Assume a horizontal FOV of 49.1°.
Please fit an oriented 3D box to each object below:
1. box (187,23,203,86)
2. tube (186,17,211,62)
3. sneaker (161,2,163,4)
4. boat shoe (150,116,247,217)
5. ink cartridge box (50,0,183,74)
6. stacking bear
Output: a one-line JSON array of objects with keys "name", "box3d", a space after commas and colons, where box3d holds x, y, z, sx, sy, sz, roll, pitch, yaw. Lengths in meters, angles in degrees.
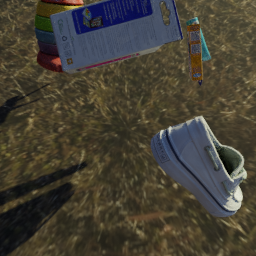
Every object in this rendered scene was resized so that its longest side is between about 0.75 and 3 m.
[{"name": "box", "box3d": [1.822, -1.984, 7.676, 0.336, 1.622, 0.965, -2, 17, 10]}, {"name": "tube", "box3d": [2.104, -2.640, 8.477, 0.510, 1.316, 0.332, -18, 15, 8]}, {"name": "sneaker", "box3d": [0.608, -3.902, 9.010, 1.451, 0.762, 0.549, -37, 89, -20]}, {"name": "boat shoe", "box3d": [1.514, 0.760, 4.672, 0.939, 2.813, 1.035, -31, 50, 24]}, {"name": "ink cartridge box", "box3d": [-0.212, -1.727, 4.942, 2.169, 0.402, 1.027, -14, 89, 7]}, {"name": "stacking bear", "box3d": [-1.617, -2.824, 6.948, 1.400, 2.462, 1.495, 24, 31, 28]}]
